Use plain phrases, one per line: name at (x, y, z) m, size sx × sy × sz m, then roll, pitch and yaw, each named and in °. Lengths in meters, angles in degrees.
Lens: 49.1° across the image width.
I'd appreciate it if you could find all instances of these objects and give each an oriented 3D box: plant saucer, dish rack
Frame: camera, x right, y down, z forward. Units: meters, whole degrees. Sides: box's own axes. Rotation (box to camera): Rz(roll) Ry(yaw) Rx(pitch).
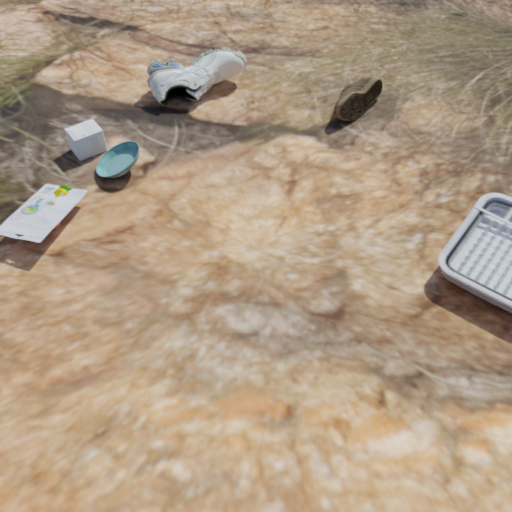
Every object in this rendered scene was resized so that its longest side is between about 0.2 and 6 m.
plant saucer at (-2.960, -2.051, 12.162) m, size 1.090 × 0.196 × 1.090 m, roll -15°, pitch 48°, yaw 17°
dish rack at (4.580, 0.015, 10.122) m, size 2.020 × 0.512 × 2.353 m, roll 31°, pitch 59°, yaw 24°

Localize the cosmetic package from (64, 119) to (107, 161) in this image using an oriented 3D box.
cosmetic package at (-3.826, -2.610, 12.616) m, size 0.689 × 0.573 × 0.577 m, roll -28°, pitch 53°, yaw -23°

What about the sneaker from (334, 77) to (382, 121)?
sneaker at (2.375, -3.871, 13.878) m, size 0.721 × 0.673 × 1.910 m, roll 18°, pitch 43°, yaw 39°

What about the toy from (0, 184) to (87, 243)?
toy at (-4.152, -0.769, 11.023) m, size 0.994 × 0.408 × 1.726 m, roll 10°, pitch 45°, yaw 14°

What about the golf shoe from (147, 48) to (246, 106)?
golf shoe at (-1.419, -4.425, 14.247) m, size 2.606 × 1.020 × 1.267 m, roll -15°, pitch 66°, yaw -7°
